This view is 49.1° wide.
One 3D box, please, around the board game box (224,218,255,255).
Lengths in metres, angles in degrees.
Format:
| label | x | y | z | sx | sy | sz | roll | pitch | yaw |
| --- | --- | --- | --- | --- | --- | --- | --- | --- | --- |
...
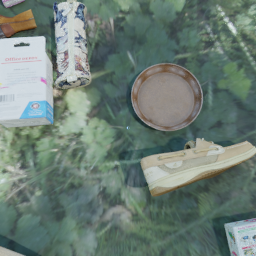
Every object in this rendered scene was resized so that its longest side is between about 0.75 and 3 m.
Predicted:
| label | x | y | z | sx | sy | sz | roll | pitch | yaw |
| --- | --- | --- | --- | --- | --- | --- | --- | --- | --- |
| board game box | 2.994 | 2.903 | 6.257 | 1.204 | 0.525 | 1.632 | -9 | 80 | -5 |

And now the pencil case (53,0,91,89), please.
| label | x | y | z | sx | sy | sz | roll | pitch | yaw |
| --- | --- | --- | --- | --- | --- | --- | --- | --- | --- |
| pencil case | -1.460 | -2.130 | 7.274 | 0.906 | 1.041 | 2.328 | -5 | 77 | 1 |

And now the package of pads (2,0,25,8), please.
| label | x | y | z | sx | sy | sz | roll | pitch | yaw |
| --- | --- | --- | --- | --- | --- | --- | --- | --- | --- |
| package of pads | -3.426 | -4.019 | 8.073 | 0.593 | 0.372 | 0.984 | -22 | 77 | -6 |

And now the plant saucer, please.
| label | x | y | z | sx | sy | sz | roll | pitch | yaw |
| --- | --- | --- | --- | --- | --- | --- | --- | --- | --- |
| plant saucer | 1.001 | -0.788 | 7.325 | 1.839 | 0.317 | 1.839 | 0 | 76 | -1 |

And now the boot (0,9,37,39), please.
| label | x | y | z | sx | sy | sz | roll | pitch | yaw |
| --- | --- | --- | --- | --- | --- | --- | --- | --- | --- |
| boot | -3.251 | -3.125 | 7.858 | 1.118 | 0.383 | 1.053 | -24 | 77 | -6 |

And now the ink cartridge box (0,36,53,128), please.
| label | x | y | z | sx | sy | sz | roll | pitch | yaw |
| --- | --- | --- | --- | --- | --- | --- | --- | --- | --- |
| ink cartridge box | -2.621 | -1.176 | 7.193 | 1.247 | 0.735 | 2.167 | -4 | 76 | -1 |

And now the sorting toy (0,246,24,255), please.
| label | x | y | z | sx | sy | sz | roll | pitch | yaw |
| --- | --- | --- | --- | --- | --- | --- | --- | --- | --- |
| sorting toy | -2.487 | 4.065 | 5.818 | 2.415 | 0.476 | 2.609 | 28 | 75 | -12 |

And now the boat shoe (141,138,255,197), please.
| label | x | y | z | sx | sy | sz | roll | pitch | yaw |
| --- | --- | --- | --- | --- | --- | --- | --- | --- | --- |
| boat shoe | 1.681 | 0.660 | 6.354 | 2.880 | 1.026 | 0.929 | -13 | 69 | -24 |
